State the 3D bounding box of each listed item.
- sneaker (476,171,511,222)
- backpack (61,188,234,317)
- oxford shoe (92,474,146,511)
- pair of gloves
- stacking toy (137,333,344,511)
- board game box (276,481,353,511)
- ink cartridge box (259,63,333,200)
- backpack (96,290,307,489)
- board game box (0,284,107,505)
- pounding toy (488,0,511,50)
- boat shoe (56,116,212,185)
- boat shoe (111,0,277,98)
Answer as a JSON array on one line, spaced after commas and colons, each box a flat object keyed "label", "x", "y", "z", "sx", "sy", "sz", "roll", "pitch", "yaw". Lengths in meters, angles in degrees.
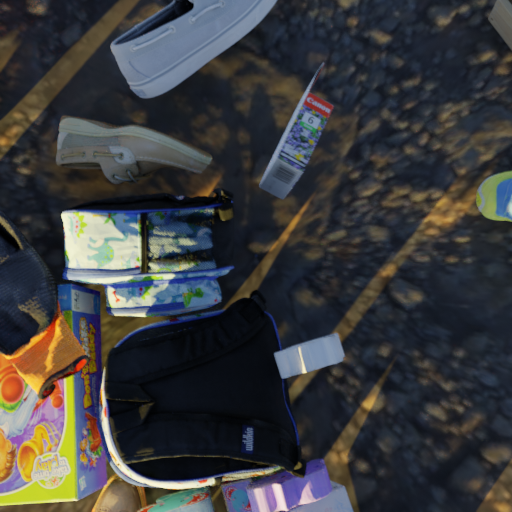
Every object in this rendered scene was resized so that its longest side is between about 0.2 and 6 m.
[{"label": "sneaker", "x": 4.270, "y": -0.779, "z": 7.552, "sx": 2.292, "sy": 1.204, "sz": 0.868, "roll": -12, "pitch": 110, "yaw": 3}, {"label": "backpack", "x": -1.349, "y": -0.012, "z": 7.152, "sx": 2.114, "sy": 1.934, "sz": 1.553, "roll": 0, "pitch": 90, "yaw": -5}, {"label": "oxford shoe", "x": -1.909, "y": 3.946, "z": 7.091, "sx": 0.792, "sy": 0.810, "sz": 2.222, "roll": 10, "pitch": 81, "yaw": 2}, {"label": "pair of gloves", "x": -3.701, "y": 1.017, "z": 6.540, "sx": 3.084, "sy": 0.381, "sz": 2.747, "roll": -40, "pitch": 71, "yaw": -3}, {"label": "stacking toy", "x": -0.315, "y": 3.026, "z": 6.830, "sx": 4.172, "sy": 0.980, "sz": 3.145, "roll": -20, "pitch": 81, "yaw": 11}, {"label": "board game box", "x": -0.064, "y": 4.432, "z": 6.726, "sx": 3.249, "sy": 0.556, "sz": 2.184, "roll": -17, "pitch": 81, "yaw": -18}, {"label": "ink cartridge box", "x": 0.614, "y": -1.635, "z": 7.391, "sx": 0.409, "sy": 0.886, "sz": 1.626, "roll": 28, "pitch": 68, "yaw": -5}, {"label": "backpack", "x": -0.797, "y": 1.732, "z": 6.763, "sx": 2.193, "sy": 1.773, "sz": 2.302, "roll": 1, "pitch": 61, "yaw": -28}, {"label": "board game box", "x": -3.822, "y": 1.816, "z": 7.106, "sx": 3.688, "sy": 0.826, "sz": 2.479, "roll": -7, "pitch": 79, "yaw": 8}, {"label": "pounding toy", "x": 4.411, "y": -3.573, "z": 8.428, "sx": 1.262, "sy": 0.897, "sz": 1.162, "roll": -33, "pitch": 81, "yaw": 5}, {"label": "boat shoe", "x": -1.761, "y": -1.360, "z": 7.791, "sx": 2.489, "sy": 0.898, "sz": 0.808, "roll": 15, "pitch": 92, "yaw": 23}, {"label": "boat shoe", "x": -0.838, "y": -3.509, "z": 8.057, "sx": 2.890, "sy": 0.990, "sz": 1.041, "roll": -39, "pitch": 42, "yaw": -7}]
